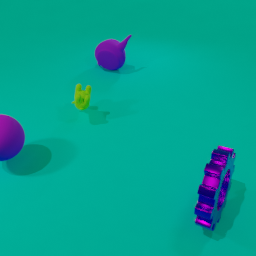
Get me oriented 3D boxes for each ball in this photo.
[{"bbox_3d":[-3.162,0.241,6.918,1.164,1.164,1.164,0,40,0],"label":"ball"}]

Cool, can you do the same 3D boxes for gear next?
[{"bbox_3d":[1.821,1.225,5.767,0.313,1.691,1.691,14,41,30],"label":"gear"}]

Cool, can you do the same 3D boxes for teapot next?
[{"bbox_3d":[-0.602,-2.984,11.036,2.014,1.252,0.986,-24,36,45],"label":"teapot"}]

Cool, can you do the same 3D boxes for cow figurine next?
[{"bbox_3d":[-1.414,-0.847,8.590,0.579,1.039,1.056,7,45,-13],"label":"cow figurine"}]
